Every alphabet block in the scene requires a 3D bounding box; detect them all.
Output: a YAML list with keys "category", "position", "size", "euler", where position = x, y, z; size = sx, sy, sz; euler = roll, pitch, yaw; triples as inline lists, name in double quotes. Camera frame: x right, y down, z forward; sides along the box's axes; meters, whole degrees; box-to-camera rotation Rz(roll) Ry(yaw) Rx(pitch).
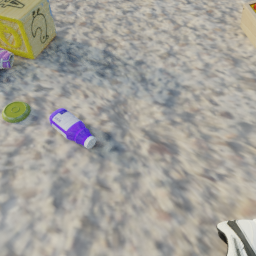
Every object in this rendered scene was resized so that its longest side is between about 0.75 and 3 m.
- category: "alphabet block"
  position: [-3.602, -3.537, 9.529]
  size: [1.562, 1.554, 1.591]
  euler: [15, 54, 14]

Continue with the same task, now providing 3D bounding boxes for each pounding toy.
- category: "pounding toy"
  position: [5.177, -4.055, 9.840]
  size: [1.892, 1.345, 1.741]
  euler: [-14, 53, 3]

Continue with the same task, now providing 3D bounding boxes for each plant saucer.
- category: "plant saucer"
  position: [-3.230, -0.500, 8.057]
  size: [0.816, 0.127, 0.816]
  euler: [0, 52, 0]

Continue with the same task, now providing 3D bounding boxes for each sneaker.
- category: "sneaker"
  position: [2.023, 3.059, 4.887]
  size: [1.289, 1.112, 2.941]
  euler: [-1, 49, 24]
- category: "sneaker"
  position: [-4.314, -2.042, 8.995]
  size: [0.892, 0.567, 1.565]
  euler: [21, 55, 12]

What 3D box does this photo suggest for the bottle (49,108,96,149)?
- category: "bottle"
  position: [-1.450, 0.025, 7.432]
  size: [1.421, 0.464, 0.593]
  euler: [35, 58, 24]
